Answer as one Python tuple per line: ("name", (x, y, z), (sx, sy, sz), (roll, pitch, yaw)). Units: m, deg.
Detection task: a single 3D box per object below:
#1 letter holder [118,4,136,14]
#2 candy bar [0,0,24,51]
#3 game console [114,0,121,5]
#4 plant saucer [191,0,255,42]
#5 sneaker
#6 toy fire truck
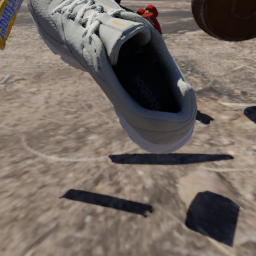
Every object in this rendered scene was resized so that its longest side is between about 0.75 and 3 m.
("letter holder", (-0.266, -1.807, 4.967), (0.934, 0.664, 0.470), (-2, 47, -49))
("candy bar", (-2.182, -2.265, 5.183), (0.407, 1.633, 0.181), (24, 13, -27))
("game console", (-1.010, -3.186, 6.388), (1.788, 2.021, 0.314), (16, -1, -6))
("plant saucer", (3.089, -3.325, 7.347), (2.798, 2.798, 0.482), (2, 54, 4))
("sneaker", (-0.216, -1.044, 3.204), (1.119, 1.360, 2.957), (-42, 81, -8))
("toy fire truck", (0.583, -2.964, 8.317), (0.690, 1.033, 1.230), (-48, 27, -11))
